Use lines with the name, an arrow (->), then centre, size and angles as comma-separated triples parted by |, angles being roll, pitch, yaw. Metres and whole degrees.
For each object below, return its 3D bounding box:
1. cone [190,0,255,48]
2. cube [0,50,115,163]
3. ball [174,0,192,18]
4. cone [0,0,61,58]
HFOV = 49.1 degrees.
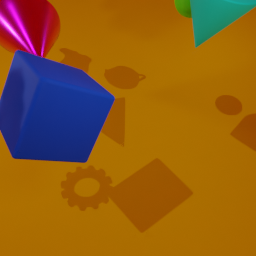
cone -> 1.560, -2.106, 5.338 | 1.415, 1.420, 1.415 | 7, 53, -9
cube -> -1.276, -0.333, 4.737 | 1.315, 1.315, 1.315 | 10, 23, -42
ball -> 1.406, -2.818, 6.129 | 0.769, 0.769, 0.769 | 0, 62, 0
cone -> -2.090, -1.861, 6.180 | 1.578, 1.578, 1.584 | -21, 53, -11
